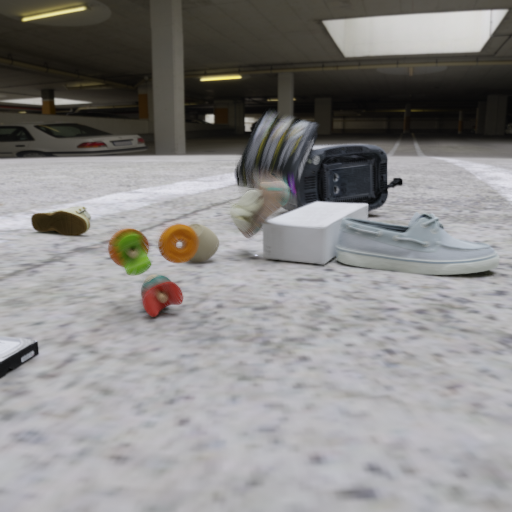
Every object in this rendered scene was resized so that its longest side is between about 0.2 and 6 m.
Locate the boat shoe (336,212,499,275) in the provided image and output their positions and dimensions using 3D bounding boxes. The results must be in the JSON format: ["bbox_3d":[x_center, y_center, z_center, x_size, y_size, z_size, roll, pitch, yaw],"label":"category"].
[{"bbox_3d":[2.835,-0.270,10.013,2.838,1.011,0.990,4,14,18],"label":"boat shoe"}]

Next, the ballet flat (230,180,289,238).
[{"bbox_3d":[-0.096,-0.914,10.669,0.682,0.690,2.028,0,-23,-25],"label":"ballet flat"}]

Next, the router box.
[{"bbox_3d":[0.524,-2.585,14.175,1.567,0.536,2.101,10,56,19],"label":"router box"}]

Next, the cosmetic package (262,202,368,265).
[{"bbox_3d":[1.338,-0.544,11.695,1.279,0.785,3.099,4,14,26],"label":"cosmetic package"}]

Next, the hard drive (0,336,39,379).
[{"bbox_3d":[-3.045,1.070,6.054,1.087,0.206,0.759,3,13,14],"label":"hard drive"}]

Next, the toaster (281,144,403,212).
[{"bbox_3d":[2.127,-2.223,16.038,3.520,2.000,2.273,-12,17,-23],"label":"toaster"}]

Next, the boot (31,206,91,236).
[{"bbox_3d":[-4.435,-0.885,13.661,1.645,0.593,1.273,4,13,24],"label":"boot"}]

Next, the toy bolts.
[{"bbox_3d":[-1.352,0.107,7.698,1.148,1.202,0.833,-20,19,-15],"label":"toy bolts"}]

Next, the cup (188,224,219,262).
[{"bbox_3d":[-1.101,-0.312,10.455,0.707,0.506,0.707,-9,53,11],"label":"cup"}]
